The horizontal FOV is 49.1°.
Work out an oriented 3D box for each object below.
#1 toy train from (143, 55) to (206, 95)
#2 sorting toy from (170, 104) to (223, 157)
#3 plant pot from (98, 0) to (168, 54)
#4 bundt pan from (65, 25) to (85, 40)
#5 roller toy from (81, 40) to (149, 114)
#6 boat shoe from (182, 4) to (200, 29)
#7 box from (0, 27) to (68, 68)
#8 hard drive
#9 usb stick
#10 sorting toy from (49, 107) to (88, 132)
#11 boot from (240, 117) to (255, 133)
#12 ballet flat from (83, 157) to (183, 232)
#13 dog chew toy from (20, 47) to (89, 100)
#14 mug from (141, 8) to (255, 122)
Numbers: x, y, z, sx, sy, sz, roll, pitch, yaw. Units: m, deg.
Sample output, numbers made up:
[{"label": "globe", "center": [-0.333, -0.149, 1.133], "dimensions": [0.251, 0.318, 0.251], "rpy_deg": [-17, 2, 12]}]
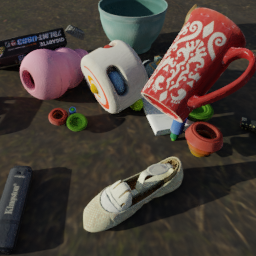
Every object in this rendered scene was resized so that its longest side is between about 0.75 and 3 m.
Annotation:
[{"label": "toy train", "center": [1.527, -1.724, 9.954], "dimensions": [1.551, 1.160, 2.722], "rpy_deg": [-16, 46, -19]}, {"label": "sorting toy", "center": [1.950, 0.038, 8.467], "dimensions": [1.360, 0.929, 2.264], "rpy_deg": [4, 41, -8]}, {"label": "plant pot", "center": [0.209, -4.562, 12.576], "dimensions": [2.951, 1.977, 2.951], "rpy_deg": [0, 42, 0]}, {"label": "bundt pan", "center": [-1.960, -3.632, 10.564], "dimensions": [0.773, 0.290, 0.773], "rpy_deg": [27, 19, -10]}, {"label": "roller toy", "center": [-0.515, -1.639, 9.185], "dimensions": [1.621, 2.116, 2.320], "rpy_deg": [-32, 64, -14]}, {"label": "boat shoe", "center": [2.273, -3.440, 9.368], "dimensions": [0.652, 1.812, 0.654], "rpy_deg": [39, 89, 6]}, {"label": "box", "center": [-3.966, -2.997, 10.822], "dimensions": [2.825, 0.707, 2.846], "rpy_deg": [-20, 12, -19]}, {"label": "hard drive", "center": [1.251, -0.591, 9.538], "dimensions": [1.329, 0.269, 2.014], "rpy_deg": [-10, 44, -11]}, {"label": "usb stick", "center": [-2.808, 1.888, 6.773], "dimensions": [0.651, 0.383, 2.346], "rpy_deg": [-2, 43, -2]}, {"label": "sorting toy", "center": [-1.900, -0.243, 9.079], "dimensions": [1.288, 0.529, 0.774], "rpy_deg": [22, 61, 5]}, {"label": "boot", "center": [3.935, 0.048, 8.778], "dimensions": [0.798, 0.382, 1.057], "rpy_deg": [13, 39, 16]}, {"label": "ballet flat", "center": [0.134, 1.468, 6.845], "dimensions": [2.883, 0.899, 0.972], "rpy_deg": [-25, 49, -24]}, {"label": "dog chew toy", "center": [-2.427, -2.142, 10.244], "dimensions": [1.760, 1.760, 2.826], "rpy_deg": [29, 42, 28]}, {"label": "mug", "center": [1.477, -1.302, 6.219], "dimensions": [2.210, 1.475, 1.962], "rpy_deg": [-53, 23, 0]}]
